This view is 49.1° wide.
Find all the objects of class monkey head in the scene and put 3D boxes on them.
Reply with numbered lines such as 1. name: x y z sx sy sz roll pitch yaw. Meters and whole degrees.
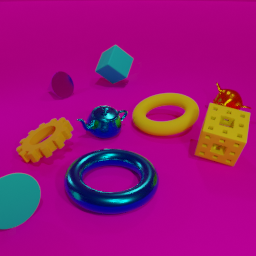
1. monkey head: 3.186 -0.847 9.009 1.405 0.847 1.011 44 23 22

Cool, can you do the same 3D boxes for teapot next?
1. teapot: -0.711 -0.220 7.950 1.664 0.815 1.035 -16 45 -31

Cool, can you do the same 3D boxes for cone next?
1. cone: -2.868 -1.600 11.016 1.052 1.048 1.048 -6 18 41
2. cone: -2.358 1.177 5.260 1.028 1.028 1.032 -23 27 -38

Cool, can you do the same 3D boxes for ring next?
1. ring: -0.343 1.051 5.975 2.012 0.402 2.012 2 26 -1
2. ring: 1.132 -0.458 8.546 2.017 0.403 2.017 -8 35 6

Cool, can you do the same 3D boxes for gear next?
1. gear: -2.092 0.278 7.081 1.433 0.265 1.433 -20 30 12

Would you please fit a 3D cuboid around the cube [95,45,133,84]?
1. cube: -0.574 -2.650 11.790 1.024 1.024 1.024 -12 54 51

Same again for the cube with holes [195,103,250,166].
1. cube with holes: 2.244 0.156 6.703 0.942 0.942 0.942 16 52 13
